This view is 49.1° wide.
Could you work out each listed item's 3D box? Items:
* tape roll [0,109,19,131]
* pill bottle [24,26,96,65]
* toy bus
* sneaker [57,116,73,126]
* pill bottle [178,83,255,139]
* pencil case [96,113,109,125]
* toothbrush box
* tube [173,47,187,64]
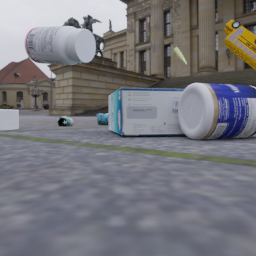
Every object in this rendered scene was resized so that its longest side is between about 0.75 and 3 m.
[{"bbox_3d":[-4.513,-0.264,9.000,1.903,0.666,1.903,1,2,0],"label":"tape roll"},{"bbox_3d":[-1.764,-2.149,7.328,1.718,0.974,0.974,11,8,29],"label":"pill bottle"},{"bbox_3d":[3.427,-2.402,8.128,1.704,0.667,0.555,53,13,30],"label":"toy bus"},{"bbox_3d":[-2.823,-0.302,11.937,0.489,0.436,1.223,3,2,-38],"label":"sneaker"},{"bbox_3d":[2.178,-0.347,5.951,1.987,1.150,1.150,-1,3,-21],"label":"pill bottle"},{"bbox_3d":[-0.795,-0.418,12.835,1.261,0.583,0.536,3,-26,16],"label":"pencil case"},{"bbox_3d":[0.539,-0.409,7.484,1.904,1.109,2.600,0,2,-9],"label":"toothbrush box"},{"bbox_3d":[2.515,-3.444,13.423,0.298,1.027,0.267,-15,-31,-22],"label":"tube"}]
